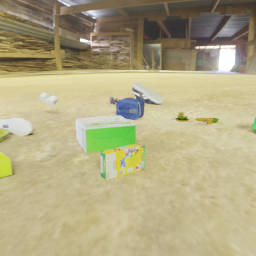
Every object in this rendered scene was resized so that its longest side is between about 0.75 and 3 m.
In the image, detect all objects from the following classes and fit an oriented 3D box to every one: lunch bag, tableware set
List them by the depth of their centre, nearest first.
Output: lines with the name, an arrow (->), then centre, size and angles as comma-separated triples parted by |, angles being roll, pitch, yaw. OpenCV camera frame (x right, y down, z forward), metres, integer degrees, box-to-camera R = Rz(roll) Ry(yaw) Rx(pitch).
tableware set -> 3.050, -0.466, 12.739 | 1.313, 0.299, 1.950 | -14, 19, -43
lunch bag -> 0.030, -0.921, 13.250 | 1.343, 0.912, 0.889 | 7, 16, 26

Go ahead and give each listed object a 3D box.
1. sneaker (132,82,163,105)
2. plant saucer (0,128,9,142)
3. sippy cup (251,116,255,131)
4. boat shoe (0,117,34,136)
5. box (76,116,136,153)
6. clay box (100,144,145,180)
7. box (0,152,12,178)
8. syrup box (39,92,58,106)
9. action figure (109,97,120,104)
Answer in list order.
sneaker -> 1.190, -1.953, 17.579 | 0.910, 0.922, 2.321 | -21, 50, -42
plant saucer -> -5.042, 0.332, 9.695 | 1.750, 0.272, 1.750 | 0, 15, 0
sippy cup -> 5.415, -0.180, 10.445 | 0.976, 1.046, 1.332 | 3, 20, -37
boat shoe -> -4.288, -0.094, 10.700 | 1.882, 0.675, 0.638 | -1, 14, 24
box -> -0.771, 0.135, 9.335 | 1.686, 0.815, 1.487 | -6, 16, -21
clay box -> -0.103, 0.812, 6.989 | 1.191, 0.684, 0.283 | -9, 17, -34
box -> -4.057, 1.011, 6.600 | 2.145, 0.511, 1.308 | -12, 18, -41
syrup box -> -3.637, -1.334, 12.830 | 0.818, 0.333, 0.322 | 23, 57, 22
action figure -> -0.806, -1.594, 17.248 | 0.768, 0.415, 0.794 | -10, 42, -12
